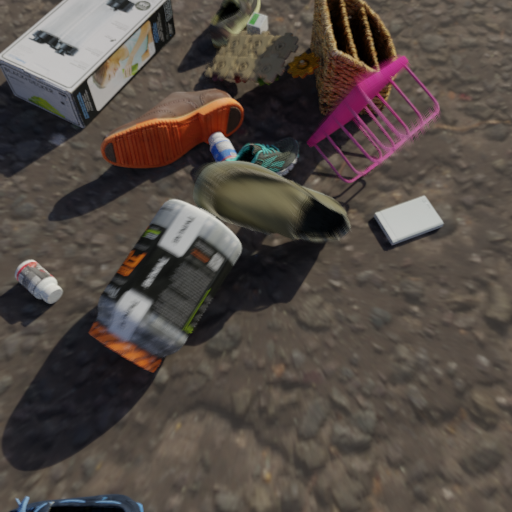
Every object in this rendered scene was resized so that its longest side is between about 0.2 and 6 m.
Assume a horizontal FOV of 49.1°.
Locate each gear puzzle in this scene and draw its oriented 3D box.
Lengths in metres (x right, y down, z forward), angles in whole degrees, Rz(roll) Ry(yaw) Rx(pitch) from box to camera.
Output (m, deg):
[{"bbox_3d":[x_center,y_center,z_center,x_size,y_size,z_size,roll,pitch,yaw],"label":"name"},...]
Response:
[{"bbox_3d":[0.230,-3.968,11.422,2.570,0.337,1.331,18,71,34],"label":"gear puzzle"}]

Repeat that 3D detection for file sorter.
[{"bbox_3d":[2.061,-2.293,9.900,1.295,1.863,1.169,-38,88,-28],"label":"file sorter"}]

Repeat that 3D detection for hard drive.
[{"bbox_3d":[2.757,-0.649,10.139,1.032,0.136,0.681,-20,62,-10],"label":"hard drive"}]

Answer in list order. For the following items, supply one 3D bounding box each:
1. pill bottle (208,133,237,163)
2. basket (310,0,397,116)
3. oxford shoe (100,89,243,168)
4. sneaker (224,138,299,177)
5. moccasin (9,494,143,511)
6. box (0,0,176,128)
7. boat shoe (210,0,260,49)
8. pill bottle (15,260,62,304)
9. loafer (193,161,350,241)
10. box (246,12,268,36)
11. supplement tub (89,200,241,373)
[{"bbox_3d":[-0.633,-1.990,10.747,0.426,0.426,0.758,-21,61,-12],"label":"pill bottle"},{"bbox_3d":[2.035,-4.225,11.282,1.650,1.722,2.312,-3,59,-2],"label":"basket"},{"bbox_3d":[-1.702,-2.508,10.818,2.835,1.011,1.033,-22,53,-21],"label":"oxford shoe"},{"bbox_3d":[0.099,-1.782,10.356,1.775,0.810,0.689,-38,55,-22],"label":"sneaker"},{"bbox_3d":[-2.703,3.518,7.358,2.326,0.793,0.936,-14,61,-8],"label":"moccasin"},{"bbox_3d":[-3.461,-4.437,11.805,1.961,1.011,3.362,26,63,14],"label":"box"},{"bbox_3d":[-0.475,-5.491,12.567,0.707,0.650,1.979,13,60,23],"label":"boat shoe"},{"bbox_3d":[-3.610,0.450,9.339,0.773,0.428,0.428,37,66,18],"label":"pill bottle"},{"bbox_3d":[0.376,-0.841,9.052,2.793,0.973,1.050,9,101,-24],"label":"loafer"},{"bbox_3d":[0.025,-5.129,12.541,0.344,0.402,0.400,23,70,12],"label":"box"},{"bbox_3d":[-1.398,0.465,8.590,1.463,1.463,2.388,28,76,15],"label":"supplement tub"}]
